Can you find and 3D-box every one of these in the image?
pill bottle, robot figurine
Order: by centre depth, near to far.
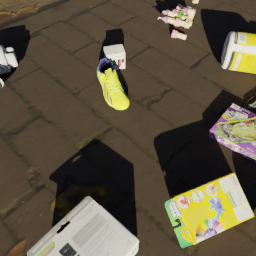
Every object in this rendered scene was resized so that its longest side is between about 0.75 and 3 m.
[{"bbox_3d":[5.388,-3.009,11.488,2.778,1.556,1.556,11,52,8],"label":"pill bottle"},{"bbox_3d":[-5.656,-2.748,11.555,1.999,1.129,1.695,-16,51,-12],"label":"robot figurine"}]

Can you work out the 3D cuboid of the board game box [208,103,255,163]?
[{"bbox_3d":[4.446,0.372,9.546,2.882,0.465,1.730,33,55,24],"label":"board game box"}]

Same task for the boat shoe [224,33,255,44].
[{"bbox_3d":[5.715,-3.762,12.478,2.691,0.954,0.970,8,52,7],"label":"boat shoe"}]

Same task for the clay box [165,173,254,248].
[{"bbox_3d":[2.158,2.233,7.702,2.253,0.536,1.294,-18,77,-13],"label":"clay box"}]

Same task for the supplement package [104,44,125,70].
[{"bbox_3d":[-0.564,-2.993,11.937,0.811,0.848,0.624,-11,52,-8],"label":"supplement package"}]

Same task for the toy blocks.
[{"bbox_3d":[2.372,-5.463,13.303,1.503,1.786,1.669,20,54,8],"label":"toy blocks"}]

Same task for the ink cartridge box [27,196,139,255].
[{"bbox_3d":[-1.084,3.102,7.031,1.849,0.883,2.106,36,60,26],"label":"ink cartridge box"}]

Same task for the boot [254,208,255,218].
[{"bbox_3d":[4.977,2.409,7.653,2.554,0.922,1.929,29,51,25],"label":"boot"}]

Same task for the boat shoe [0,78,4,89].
[{"bbox_3d":[-6.238,-1.531,10.601,2.979,1.115,0.921,2,50,4],"label":"boat shoe"}]

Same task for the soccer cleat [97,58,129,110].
[{"bbox_3d":[-0.643,-1.705,10.782,0.799,1.034,2.471,-17,53,-13],"label":"soccer cleat"}]

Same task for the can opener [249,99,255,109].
[{"bbox_3d":[4.969,-1.031,10.796,0.988,0.260,0.328,-35,24,-26],"label":"can opener"}]
